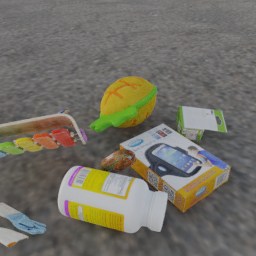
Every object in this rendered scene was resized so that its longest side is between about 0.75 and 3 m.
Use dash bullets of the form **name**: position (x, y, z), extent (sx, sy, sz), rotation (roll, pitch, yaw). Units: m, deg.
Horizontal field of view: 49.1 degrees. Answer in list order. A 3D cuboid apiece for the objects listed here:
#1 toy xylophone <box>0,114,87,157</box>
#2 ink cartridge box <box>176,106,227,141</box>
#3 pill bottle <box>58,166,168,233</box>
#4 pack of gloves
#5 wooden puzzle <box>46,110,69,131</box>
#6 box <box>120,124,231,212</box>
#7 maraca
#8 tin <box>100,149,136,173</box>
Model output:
- **toy xylophone**: position (-2.388, 0.305, 7.178), extent (2.756, 2.018, 0.692), rotation (-13, 78, 1)
- **ink cartridge box**: position (2.216, -0.114, 8.577), extent (1.353, 0.513, 1.000), rotation (7, 44, -1)
- **pill bottle**: position (-0.286, 1.499, 5.793), extent (2.089, 1.089, 1.089), rotation (10, 35, 15)
- **pack of gloves**: position (-2.475, 1.949, 5.531), extent (1.513, 0.299, 1.271), rotation (16, -1, 23)
- **wooden puzzle**: position (-2.195, -0.264, 8.499), extent (0.814, 0.203, 0.879), rotation (-45, 11, -18)
- **box**: position (1.032, 0.793, 7.328), extent (1.624, 0.566, 2.728), rotation (-24, 43, -30)
- **maraca**: position (-0.095, -0.669, 8.545), extent (1.896, 1.479, 2.765), rotation (-20, 20, 32)
- **tin**: position (-0.229, 0.735, 6.160), extent (0.506, 0.903, 0.189), rotation (27, 43, -39)
